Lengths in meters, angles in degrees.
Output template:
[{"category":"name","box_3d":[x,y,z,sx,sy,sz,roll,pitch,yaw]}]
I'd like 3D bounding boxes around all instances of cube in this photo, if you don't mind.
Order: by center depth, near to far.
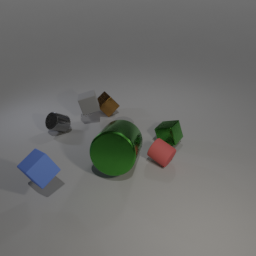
[{"category":"cube","box_3d":[-2.425,1.092,7.620,0.700,0.700,0.700,14,55,48]},{"category":"cube","box_3d":[1.500,0.179,10.243,0.700,0.700,0.700,-4,22,38]},{"category":"cube","box_3d":[-1.593,-1.038,11.379,0.700,0.700,0.700,-17,29,0]},{"category":"cube","box_3d":[-0.939,-1.049,12.325,0.700,0.700,0.700,-46,39,1]}]

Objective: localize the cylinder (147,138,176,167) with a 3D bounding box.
[{"category":"cylinder","box_3d":[1.104,0.804,9.168,0.700,0.700,0.700,35,42,20]}]

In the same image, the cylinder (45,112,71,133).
[{"category":"cylinder","box_3d":[-2.717,-0.214,10.876,0.700,0.700,0.700,23,4,35]}]

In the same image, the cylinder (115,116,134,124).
[{"category":"cylinder","box_3d":[-0.171,0.029,10.588,0.700,0.700,0.700,6,32,-4]}]

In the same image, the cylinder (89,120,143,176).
[{"category":"cylinder","box_3d":[-0.328,0.576,8.755,1.400,1.400,1.400,6,17,10]}]
